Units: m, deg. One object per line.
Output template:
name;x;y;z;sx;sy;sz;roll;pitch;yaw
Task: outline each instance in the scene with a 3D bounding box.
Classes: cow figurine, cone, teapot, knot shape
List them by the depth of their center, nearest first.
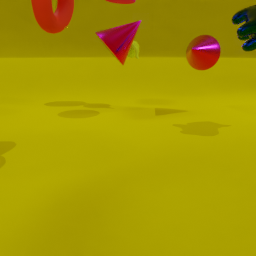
knot shape;-1.502;-2.781;4.574;0.958;1.939;2.073;-29;-8;-12
cow figurine;3.397;-2.660;6.630;1.681;0.938;1.709;-21;32;25
cone;-0.087;-2.795;8.429;1.289;1.284;1.284;-41;15;6
cone;2.161;-2.385;8.679;1.137;1.137;1.142;9;12;30
teapot;-0.057;-2.730;9.774;0.915;0.720;1.471;3;17;-46

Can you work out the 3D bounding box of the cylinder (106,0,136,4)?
cylinder;-0.249;-4.991;9.684;1.117;1.117;1.117;4;14;-1
